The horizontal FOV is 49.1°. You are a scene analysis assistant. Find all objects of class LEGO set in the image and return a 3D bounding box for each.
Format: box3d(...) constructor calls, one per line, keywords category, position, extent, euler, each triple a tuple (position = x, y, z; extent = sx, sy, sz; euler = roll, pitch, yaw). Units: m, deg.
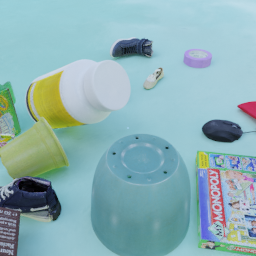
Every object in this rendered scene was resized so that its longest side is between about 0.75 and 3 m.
box3d(category="LEGO set", position=(-3.442, 0.581, 7.309), extent=(1.640, 0.610, 0.754), euler=(-15, 59, -24))

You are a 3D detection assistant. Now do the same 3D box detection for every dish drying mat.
box3d(category="dish drying mat", position=(4.591, -0.195, 8.480), extent=(1.013, 0.240, 2.637), euler=(-9, 33, -19))

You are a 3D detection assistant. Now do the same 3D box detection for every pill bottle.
box3d(category="pill bottle", position=(-1.392, -0.885, 7.572), extent=(2.967, 1.662, 1.662), euler=(-6, 26, 45))

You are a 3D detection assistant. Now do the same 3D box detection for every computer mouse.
box3d(category="computer mouse", position=(3.497, 0.038, 8.323), extent=(2.569, 0.437, 0.753), euler=(0, 38, -1))

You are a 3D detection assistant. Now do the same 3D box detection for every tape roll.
box3d(category="tape roll", position=(3.034, -3.046, 12.212), extent=(1.186, 0.389, 1.186), euler=(0, 38, 0))

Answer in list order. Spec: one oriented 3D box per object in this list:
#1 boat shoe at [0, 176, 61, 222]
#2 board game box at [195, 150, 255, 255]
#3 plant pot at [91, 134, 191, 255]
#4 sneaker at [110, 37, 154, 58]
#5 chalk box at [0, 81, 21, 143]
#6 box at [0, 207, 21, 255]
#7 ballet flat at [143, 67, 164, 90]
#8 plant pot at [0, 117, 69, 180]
box3d(category="boat shoe", position=(-2.525, 1.423, 6.149), extent=(2.085, 0.967, 0.778), euler=(5, 39, 5))
box3d(category="board game box", position=(2.465, 1.592, 6.421), extent=(1.734, 0.375, 2.577), euler=(6, 39, 7))
box3d(category="plant pot", position=(0.260, 1.207, 5.777), extent=(2.220, 1.782, 2.220), euler=(0, 39, 0))
box3d(category="sneaker", position=(0.270, -3.532, 12.515), extent=(1.437, 0.756, 1.989), euler=(27, 45, 34))
box3d(category="chalk box", position=(-4.227, -0.402, 7.915), extent=(1.612, 1.620, 2.604), euler=(25, 46, 28))
box3d(category="box", position=(-2.596, 2.531, 4.261), extent=(1.411, 1.056, 2.817), euler=(25, 29, -32))
box3d(category="ballet flat", position=(0.977, -1.960, 10.819), extent=(0.462, 0.427, 1.371), euler=(19, 43, 22))
box3d(category="plant pot", position=(-2.376, 0.638, 6.887), extent=(1.310, 1.425, 1.425), euler=(-29, 46, -20))
